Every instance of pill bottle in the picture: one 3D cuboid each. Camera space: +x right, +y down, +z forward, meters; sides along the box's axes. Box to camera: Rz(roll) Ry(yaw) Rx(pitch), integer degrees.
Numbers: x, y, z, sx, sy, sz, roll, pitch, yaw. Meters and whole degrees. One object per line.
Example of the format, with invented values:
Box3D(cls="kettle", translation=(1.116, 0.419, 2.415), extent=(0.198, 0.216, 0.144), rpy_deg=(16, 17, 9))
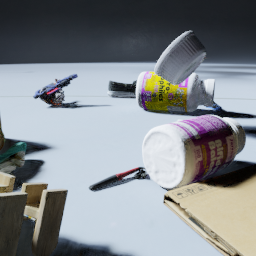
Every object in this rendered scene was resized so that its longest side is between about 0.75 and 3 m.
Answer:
Box3D(cls="pill bottle", translation=(1.895, -1.439, 11.117), extent=(2.924, 1.524, 1.524), rpy_deg=(5, 17, 18))
Box3D(cls="pill bottle", translation=(1.388, 0.369, 5.491), extent=(2.079, 1.167, 1.167), rpy_deg=(-13, 20, -37))

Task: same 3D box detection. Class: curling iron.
Box3D(cls="curling iron", translation=(-0.155, 0.945, 5.306), extent=(1.269, 0.162, 0.315), rpy_deg=(-9, 19, -30))

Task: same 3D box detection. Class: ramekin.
Box3D(cls="ramekin", translation=(1.670, -2.064, 8.628), extent=(0.784, 1.683, 1.683), rpy_deg=(46, 32, 13))

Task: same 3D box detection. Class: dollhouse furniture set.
Box3D(cls="dollhouse furniture set", translation=(-2.162, 1.234, 3.110), extent=(1.924, 1.458, 2.195), rpy_deg=(9, -4, 28))

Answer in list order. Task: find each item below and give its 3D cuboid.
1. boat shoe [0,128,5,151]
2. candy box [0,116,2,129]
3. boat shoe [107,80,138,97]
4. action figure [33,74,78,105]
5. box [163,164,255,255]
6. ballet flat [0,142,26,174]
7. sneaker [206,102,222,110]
Box3D(cls="boat shoe", translation=(-3.204, 0.677, 5.137), extent=(0.787, 0.920, 2.510), rpy_deg=(13, 30, 24))
Box3D(cls="candy box", translation=(-4.374, -0.115, 6.925), extent=(0.622, 1.298, 2.249), rpy_deg=(15, 22, 43))
Box3D(cls="boat shoe", translation=(0.417, -2.086, 14.623), extent=(2.988, 0.846, 1.026), rpy_deg=(-3, 16, -11))
Box3D(cls="action figure", translation=(-3.172, -1.643, 12.751), extent=(2.157, 1.128, 2.086), rpy_deg=(-28, 29, -12))
Box3D(cls="box", translation=(1.969, 1.200, 4.072), extent=(2.273, 0.242, 1.858), rpy_deg=(-8, 23, -31))
Box3D(cls="ballet flat", translation=(-2.459, 0.707, 5.825), extent=(0.478, 0.457, 1.358), rpy_deg=(29, 23, 10))
Box3D(cls="sneaker", translation=(3.568, -0.967, 11.687), extent=(0.288, 0.320, 0.821), rpy_deg=(-11, 19, -35))
